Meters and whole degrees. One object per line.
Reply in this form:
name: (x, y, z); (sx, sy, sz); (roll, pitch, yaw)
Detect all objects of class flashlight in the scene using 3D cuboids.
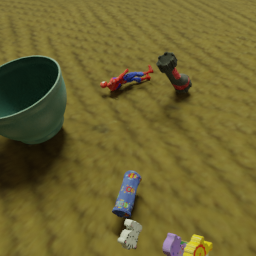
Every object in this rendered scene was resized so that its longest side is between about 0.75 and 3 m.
flashlight: (1.476, -1.693, 8.610); (0.618, 1.818, 0.615); (7, 74, 28)

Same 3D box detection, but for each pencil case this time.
pencil case: (-0.010, 1.427, 6.033); (0.405, 0.451, 1.039); (21, 50, 0)

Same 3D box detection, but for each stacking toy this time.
stacking toy: (0.904, 2.038, 4.415); (1.404, 1.863, 0.438); (-5, 54, 46)

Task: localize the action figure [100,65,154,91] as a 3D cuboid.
action figure: (-0.070, -1.673, 9.477); (1.896, 0.620, 0.490); (-23, 75, -24)

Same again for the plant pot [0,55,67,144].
plant pot: (-2.617, -0.571, 7.392); (2.355, 1.578, 2.355); (-8, 48, 9)
